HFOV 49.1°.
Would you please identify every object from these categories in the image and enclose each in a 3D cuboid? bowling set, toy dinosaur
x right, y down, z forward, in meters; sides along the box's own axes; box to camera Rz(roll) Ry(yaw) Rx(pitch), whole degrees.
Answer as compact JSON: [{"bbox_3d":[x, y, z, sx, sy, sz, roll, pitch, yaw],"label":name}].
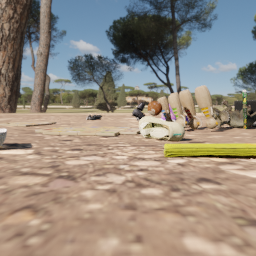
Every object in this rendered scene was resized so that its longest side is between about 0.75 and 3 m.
[{"bbox_3d":[1.539,-0.415,9.219,1.763,1.360,2.534,-19,5,-11],"label":"bowling set"},{"bbox_3d":[3.955,-0.368,10.192,2.297,0.884,1.175,12,44,3],"label":"toy dinosaur"}]

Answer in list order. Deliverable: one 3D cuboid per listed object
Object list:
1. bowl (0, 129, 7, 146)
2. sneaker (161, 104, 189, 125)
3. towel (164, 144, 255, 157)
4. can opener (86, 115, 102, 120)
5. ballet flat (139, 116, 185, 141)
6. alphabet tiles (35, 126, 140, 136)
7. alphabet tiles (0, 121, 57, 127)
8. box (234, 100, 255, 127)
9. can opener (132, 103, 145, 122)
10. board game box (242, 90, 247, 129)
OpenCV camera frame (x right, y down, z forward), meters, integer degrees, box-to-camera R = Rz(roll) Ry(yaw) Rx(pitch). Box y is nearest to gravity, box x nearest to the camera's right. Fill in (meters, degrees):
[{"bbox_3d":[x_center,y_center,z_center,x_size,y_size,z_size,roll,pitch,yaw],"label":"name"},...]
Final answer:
[{"bbox_3d":[-2.570,0.205,4.838,0.888,0.331,0.886,-1,4,-23],"label":"bowl"},{"bbox_3d":[2.023,-0.604,11.894,0.899,0.988,2.236,1,3,28],"label":"sneaker"},{"bbox_3d":[1.604,0.340,4.266,2.097,0.189,0.902,0,-1,9],"label":"towel"},{"bbox_3d":[-2.075,-0.608,17.404,0.422,0.334,1.268,42,27,25],"label":"can opener"},{"bbox_3d":[0.611,0.034,6.462,0.538,0.538,1.548,-3,5,-35],"label":"ballet flat"},{"bbox_3d":[-1.085,0.066,8.525,2.994,0.095,2.491,1,4,11],"label":"alphabet tiles"},{"bbox_3d":[-4.426,-0.194,12.394,2.068,0.093,2.474,1,5,23],"label":"alphabet tiles"},{"bbox_3d":[5.362,-0.600,11.299,1.693,1.052,1.257,-3,5,-23],"label":"box"},{"bbox_3d":[0.672,-0.685,14.759,0.722,0.895,2.277,43,-3,7],"label":"can opener"},{"bbox_3d":[3.840,-0.603,9.203,0.142,1.209,0.634,1,48,24],"label":"board game box"}]
